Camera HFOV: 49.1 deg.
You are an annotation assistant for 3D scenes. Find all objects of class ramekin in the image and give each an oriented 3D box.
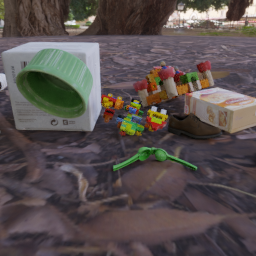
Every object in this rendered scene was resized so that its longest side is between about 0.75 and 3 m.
[{"bbox_3d":[-1.626,-1.035,6.521,1.674,1.674,0.818,8,58,18],"label":"ramekin"}]

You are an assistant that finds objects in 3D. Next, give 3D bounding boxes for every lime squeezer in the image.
[{"bbox_3d":[0.638,0.723,6.771,1.962,0.370,0.693,1,22,0],"label":"lime squeezer"}]

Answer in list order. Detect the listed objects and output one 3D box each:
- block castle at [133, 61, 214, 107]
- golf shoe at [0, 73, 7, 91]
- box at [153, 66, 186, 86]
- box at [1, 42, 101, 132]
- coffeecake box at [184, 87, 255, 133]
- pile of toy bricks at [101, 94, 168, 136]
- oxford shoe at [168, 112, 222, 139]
[{"bbox_3d":[1.755,-1.851,10.752,2.876,1.349,1.921,-19,2,-40],"label":"block castle"},{"bbox_3d":[-5.845,-1.695,12.150,1.106,0.910,2.340,20,35,18],"label":"golf shoe"},{"bbox_3d":[1.899,-2.330,13.369,0.974,0.933,1.954,-5,23,-12],"label":"box"},{"bbox_3d":[-2.250,-1.406,9.088,2.491,2.503,2.144,1,25,4],"label":"box"},{"bbox_3d":[3.268,-0.691,9.595,1.661,0.790,2.163,-14,26,-28],"label":"coffeecake box"},{"bbox_3d":[0.054,-0.180,8.430,2.048,1.136,1.011,17,52,1],"label":"pile of toy bricks"},{"bbox_3d":[1.973,-0.085,8.310,1.617,0.683,0.588,11,23,21],"label":"oxford shoe"}]
